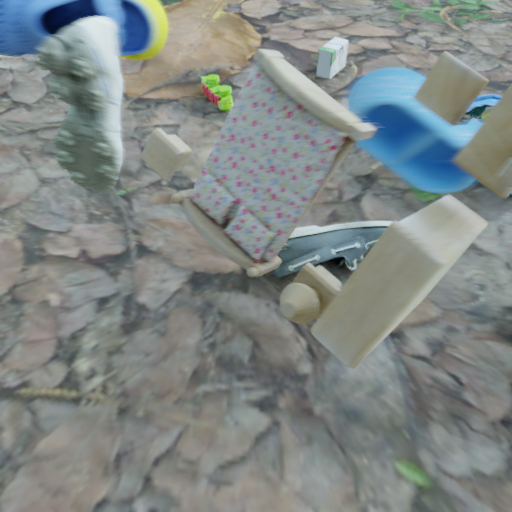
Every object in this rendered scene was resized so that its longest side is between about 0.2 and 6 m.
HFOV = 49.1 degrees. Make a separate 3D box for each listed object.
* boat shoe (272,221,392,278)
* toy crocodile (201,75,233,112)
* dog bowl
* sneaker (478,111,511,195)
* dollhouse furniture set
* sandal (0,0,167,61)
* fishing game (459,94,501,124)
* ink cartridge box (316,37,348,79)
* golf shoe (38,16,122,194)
[{"bbox_3d":[1.254,-0.111,8.593,2.310,0.841,0.714,-6,86,-16],"label":"boat shoe"},{"bbox_3d":[-0.898,-3.599,12.414,0.466,0.509,1.508,-22,47,-20],"label":"toy crocodile"},{"bbox_3d":[2.098,-1.549,7.337,2.075,1.157,0.514,31,56,-18],"label":"dog bowl"},{"bbox_3d":[4.733,-1.805,9.725,2.226,1.453,0.885,27,48,26],"label":"sneaker"},{"bbox_3d":[0.272,-1.006,5.240,3.651,3.114,1.783,42,32,16],"label":"dollhouse furniture set"},{"bbox_3d":[-2.743,-3.180,7.462,2.946,1.171,1.282,1,25,2],"label":"sandal"},{"bbox_3d":[3.644,-2.598,10.675,3.410,0.530,2.442,-15,12,0],"label":"fishing game"},{"bbox_3d":[1.858,-4.820,13.639,0.390,0.673,0.929,23,46,22],"label":"ink cartridge box"},{"bbox_3d":[-1.448,-1.354,5.211,0.675,1.724,0.838,19,50,2],"label":"golf shoe"}]
